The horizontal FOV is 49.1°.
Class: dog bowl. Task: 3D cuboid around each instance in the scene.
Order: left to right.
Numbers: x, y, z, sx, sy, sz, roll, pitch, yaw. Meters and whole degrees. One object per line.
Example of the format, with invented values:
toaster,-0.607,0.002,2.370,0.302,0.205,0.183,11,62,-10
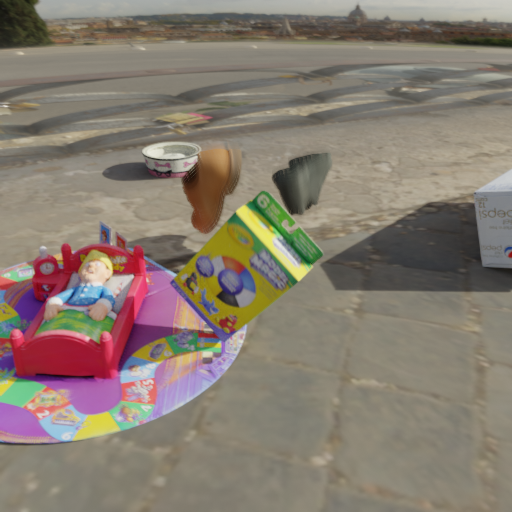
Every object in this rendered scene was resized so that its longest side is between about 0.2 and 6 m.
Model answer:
dog bowl,-2.472,-2.828,16.570,1.740,0.642,1.740,-1,27,0

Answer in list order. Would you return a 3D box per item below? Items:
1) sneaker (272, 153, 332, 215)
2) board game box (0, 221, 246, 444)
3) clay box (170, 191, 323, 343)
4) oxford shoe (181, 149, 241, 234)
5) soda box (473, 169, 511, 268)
sneaker,0.990,-1.475,11.334,0.810,0.968,2.132,-3,23,34
board game box,-2.906,0.702,9.172,4.256,1.049,5.387,-24,36,-38
clay box,-0.198,0.202,8.282,1.315,2.288,0.545,47,41,2
oxford shoe,-0.897,-1.109,9.470,0.814,2.285,0.815,5,62,-14
soda box,6.505,-1.269,12.117,1.531,1.638,4.810,4,22,46
